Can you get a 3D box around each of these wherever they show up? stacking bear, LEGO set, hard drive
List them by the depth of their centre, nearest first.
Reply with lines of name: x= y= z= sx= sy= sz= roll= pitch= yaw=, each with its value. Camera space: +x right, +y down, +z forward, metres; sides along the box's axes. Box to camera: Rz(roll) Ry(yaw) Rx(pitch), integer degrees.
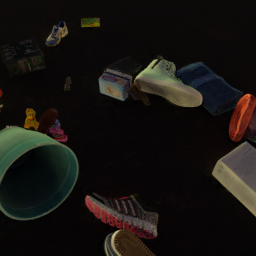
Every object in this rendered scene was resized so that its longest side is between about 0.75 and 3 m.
stacking bear: x=5.147 y=-0.014 z=9.783 sx=2.726 sy=1.655 sz=1.550 roll=18 pitch=12 yaw=6
LEGO set: x=-3.345 y=-0.168 z=10.233 sx=2.237 sy=0.918 sz=0.853 roll=2 pitch=48 yaw=2
hard drive: x=-0.233 y=-2.669 z=12.796 sx=1.537 sy=0.325 sz=1.037 roll=-33 pitch=57 yaw=-26

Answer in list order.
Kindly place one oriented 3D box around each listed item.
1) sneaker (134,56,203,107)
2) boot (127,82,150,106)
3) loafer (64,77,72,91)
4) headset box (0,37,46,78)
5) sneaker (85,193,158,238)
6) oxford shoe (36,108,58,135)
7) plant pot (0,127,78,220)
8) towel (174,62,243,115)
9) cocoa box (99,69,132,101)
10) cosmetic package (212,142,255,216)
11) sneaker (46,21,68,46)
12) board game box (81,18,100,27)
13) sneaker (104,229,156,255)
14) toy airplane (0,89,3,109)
sneaker: x=1.937 y=-2.048 z=11.650 sx=2.963 sy=1.090 sz=1.748 roll=24 pitch=62 yaw=23
boot: x=0.402 y=-1.205 z=11.067 sx=0.541 sy=1.116 sz=0.417 roll=-41 pitch=22 yaw=-10
loafer: x=-2.570 y=-1.892 z=12.182 sx=0.283 sy=0.306 sz=0.813 roll=10 pitch=53 yaw=-7
headset box: x=-4.848 y=-3.330 z=13.031 sx=1.793 sy=0.832 sz=1.561 roll=-21 pitch=52 yaw=-18
sneaker: x=-0.112 y=2.326 z=8.155 sx=2.271 sy=0.838 sz=0.994 roll=20 pitch=51 yaw=11
oxford shoe: x=-3.028 y=-0.090 z=10.133 sx=0.495 sy=0.525 sz=1.404 roll=35 pitch=76 yaw=-15
plant pot: x=-3.101 y=1.096 z=8.384 sx=2.372 sy=2.372 sz=2.228 roll=-36 pitch=43 yaw=-27
towel: x=3.300 y=-1.755 z=11.770 sx=1.560 sy=0.678 sz=2.795 roll=-23 pitch=53 yaw=-18
cocoa box: x=-0.517 y=-1.811 z=11.735 sx=1.194 sy=0.796 sz=0.784 roll=21 pitch=52 yaw=17
cosmetic package: x=4.074 y=1.801 z=8.505 sx=1.363 sy=0.992 sz=2.680 roll=-27 pitch=56 yaw=-21
sneaker: x=-3.746 y=-4.897 z=14.459 sx=0.638 sy=0.747 sz=1.695 roll=16 pitch=52 yaw=12
board game box: x=-2.092 y=-5.908 z=15.667 sx=0.999 sy=0.238 sz=0.508 roll=-3 pitch=49 yaw=-3
sneaker: x=0.259 y=3.550 z=7.209 sx=0.792 sy=1.226 sz=2.260 roll=-39 pitch=90 yaw=-32
toy airplane: x=-5.509 y=-1.100 z=11.304 sx=0.980 sy=0.694 sz=0.984 roll=1 pitch=84 yaw=15
